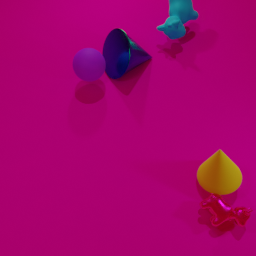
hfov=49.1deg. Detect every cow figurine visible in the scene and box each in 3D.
[{"bbox_3d":[2.181,1.795,6.194,0.922,0.514,0.937,-33,79,5],"label":"cow figurine"},{"bbox_3d":[1.660,-3.920,9.503,1.686,1.713,0.940,-20,14,-42],"label":"cow figurine"}]

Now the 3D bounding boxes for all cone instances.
[{"bbox_3d":[2.076,0.806,6.351,1.024,1.028,1.024,-8,46,9],"label":"cone"},{"bbox_3d":[0.209,-2.304,8.942,1.509,1.504,1.504,-6,52,-36],"label":"cone"}]

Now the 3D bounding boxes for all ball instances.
[{"bbox_3d":[-1.142,-1.852,8.235,0.969,0.969,0.969,0,56,0],"label":"ball"}]
